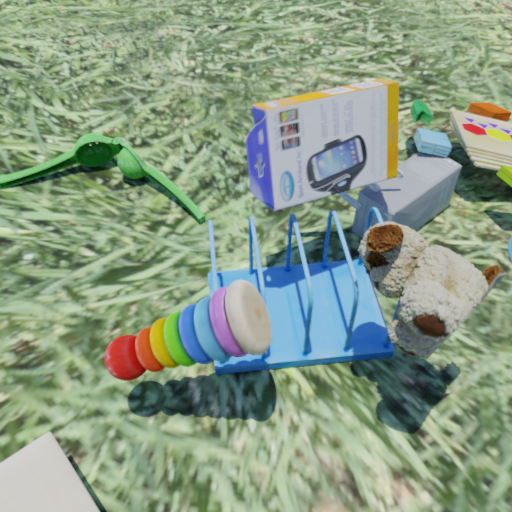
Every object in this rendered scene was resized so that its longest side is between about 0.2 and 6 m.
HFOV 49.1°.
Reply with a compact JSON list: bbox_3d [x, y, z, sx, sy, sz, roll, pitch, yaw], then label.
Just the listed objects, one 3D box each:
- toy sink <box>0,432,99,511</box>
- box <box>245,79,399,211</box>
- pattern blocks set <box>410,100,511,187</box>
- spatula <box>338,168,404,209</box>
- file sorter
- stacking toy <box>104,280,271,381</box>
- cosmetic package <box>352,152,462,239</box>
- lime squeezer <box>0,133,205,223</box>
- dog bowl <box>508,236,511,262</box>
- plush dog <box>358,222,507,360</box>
[{"bbox_3d":[-2.190,2.833,5.934,0.963,0.828,1.477,-32,50,-26],"label":"toy sink"},{"bbox_3d":[0.835,-1.431,7.235,2.202,1.311,0.457,-16,29,-19],"label":"box"},{"bbox_3d":[4.557,-1.946,10.008,3.728,0.302,3.277,18,38,4],"label":"pattern blocks set"},{"bbox_3d":[1.340,-1.345,8.272,1.147,1.650,0.132,-38,40,26],"label":"spatula"},{"bbox_3d":[0.569,0.384,7.694,2.471,1.516,1.715,-5,47,-4],"label":"file sorter"},{"bbox_3d":[-0.844,0.947,6.327,1.954,0.834,0.834,-20,44,20],"label":"stacking toy"},{"bbox_3d":[2.485,-0.941,9.273,1.806,0.965,0.814,-29,54,-26],"label":"cosmetic package"},{"bbox_3d":[-2.612,-1.560,10.014,3.885,0.733,1.372,11,49,9],"label":"lime squeezer"},{"bbox_3d":[5.540,-0.305,8.846,2.975,0.737,1.658,-13,49,-11],"label":"dog bowl"},{"bbox_3d":[1.729,0.172,6.062,1.307,1.629,1.400,-44,71,-9],"label":"plush dog"}]
